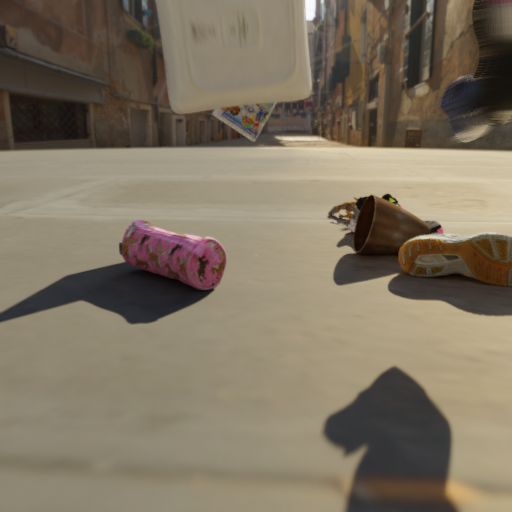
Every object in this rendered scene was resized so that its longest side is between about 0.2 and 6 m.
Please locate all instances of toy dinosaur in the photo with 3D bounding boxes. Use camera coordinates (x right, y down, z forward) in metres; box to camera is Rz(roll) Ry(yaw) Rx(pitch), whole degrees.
[{"bbox_3d":[2.880,-1.258,14.736,2.209,0.667,1.173,8,15,29],"label":"toy dinosaur"}]

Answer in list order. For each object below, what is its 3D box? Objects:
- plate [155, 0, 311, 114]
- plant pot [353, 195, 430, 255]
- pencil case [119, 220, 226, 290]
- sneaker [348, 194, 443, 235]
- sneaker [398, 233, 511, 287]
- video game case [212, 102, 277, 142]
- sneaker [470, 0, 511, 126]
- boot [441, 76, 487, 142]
[{"bbox_3d":[-0.218,-2.648,6.542,1.802,1.798,0.291,-9,24,-9],"label":"plate"},{"bbox_3d":[2.703,-0.487,11.009,1.254,1.172,1.172,13,13,-6],"label":"plant pot"},{"bbox_3d":[-1.396,-0.041,9.265,2.062,0.854,0.892,16,3,42],"label":"pencil case"},{"bbox_3d":[3.069,-0.878,12.503,2.232,0.976,0.823,12,19,41],"label":"sneaker"},{"bbox_3d":[3.648,-0.067,9.488,2.306,0.872,1.011,7,15,24],"label":"sneaker"},{"bbox_3d":[-0.089,-3.918,13.599,1.342,1.873,0.169,26,5,-37],"label":"video game case"},{"bbox_3d":[3.911,-3.068,8.733,1.213,2.010,0.840,-14,15,-40],"label":"sneaker"},{"bbox_3d":[3.631,-2.744,9.251,0.639,0.794,1.757,-9,41,50],"label":"boot"}]
